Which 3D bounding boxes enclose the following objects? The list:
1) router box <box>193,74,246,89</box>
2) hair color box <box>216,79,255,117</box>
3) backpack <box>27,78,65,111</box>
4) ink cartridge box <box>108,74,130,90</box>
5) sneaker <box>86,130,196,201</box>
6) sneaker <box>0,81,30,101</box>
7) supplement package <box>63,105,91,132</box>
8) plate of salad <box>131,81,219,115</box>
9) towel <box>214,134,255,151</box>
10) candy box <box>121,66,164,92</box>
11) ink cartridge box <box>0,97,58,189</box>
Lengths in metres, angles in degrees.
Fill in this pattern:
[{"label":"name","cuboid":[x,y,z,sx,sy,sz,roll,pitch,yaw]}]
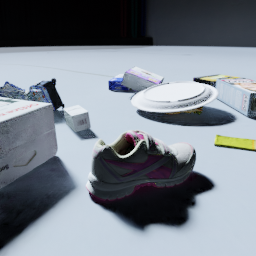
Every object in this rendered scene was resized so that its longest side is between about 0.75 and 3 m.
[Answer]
[{"label":"router box","cuboid":[4.029,-1.993,12.393,1.844,0.482,1.450,-13,23,-32]},{"label":"hair color box","cuboid":[4.032,-1.100,9.439,1.254,0.768,2.533,-2,20,-5]},{"label":"backpack","cuboid":[-2.690,-1.013,8.988,0.848,1.101,1.049,-31,31,-33]},{"label":"ink cartridge box","cuboid":[-0.189,-2.129,12.881,0.908,0.427,1.932,4,20,14]},{"label":"sneaker","cuboid":[0.313,0.477,4.710,2.101,0.927,0.855,-11,22,-29]},{"label":"sneaker","cuboid":[-4.166,-1.319,10.122,1.683,0.742,0.633,-6,19,-19]},{"label":"supplement package","cuboid":[-1.365,-0.267,7.472,0.465,0.467,0.796,-19,25,-24]},{"label":"plate of salad","cuboid":[1.505,-0.934,9.163,2.788,0.670,2.788,-8,24,4]},{"label":"towel","cuboid":[2.634,0.341,6.340,1.288,0.116,0.554,7,20,19]},{"label":"candy box","cuboid":[0.644,-1.925,11.478,1.403,0.599,1.673,22,23,8]},{"label":"ink cartridge box","cuboid":[-3.032,0.125,5.387,2.705,1.124,1.983,8,21,22]}]
